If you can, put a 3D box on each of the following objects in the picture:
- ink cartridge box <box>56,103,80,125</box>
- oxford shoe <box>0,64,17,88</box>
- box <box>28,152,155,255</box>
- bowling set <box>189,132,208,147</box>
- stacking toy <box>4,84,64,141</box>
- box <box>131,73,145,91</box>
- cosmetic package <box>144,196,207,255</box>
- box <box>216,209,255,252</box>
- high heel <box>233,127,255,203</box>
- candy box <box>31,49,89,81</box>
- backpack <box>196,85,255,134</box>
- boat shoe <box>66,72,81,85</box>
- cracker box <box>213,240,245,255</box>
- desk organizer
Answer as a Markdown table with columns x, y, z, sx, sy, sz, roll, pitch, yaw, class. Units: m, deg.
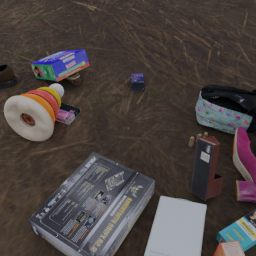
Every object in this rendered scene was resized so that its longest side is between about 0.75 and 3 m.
| x | y | z | sx | sy | sz | roll | pitch | yaw | class |
| --- | --- | --- | --- | --- | --- | --- | --- | --- | --- |
| -2.803 | -0.676 | 11.014 | 1.674 | 0.310 | 0.792 | 16 | 46 | 20 | ink cartridge box |
| -6.379 | -2.261 | 12.080 | 2.774 | 1.171 | 1.008 | -15 | 47 | -14 | oxford shoe |
| -0.874 | 2.117 | 7.664 | 2.217 | 0.677 | 2.800 | 22 | 47 | 23 | box |
| 2.564 | 0.488 | 9.624 | 0.830 | 0.446 | 0.578 | -24 | 48 | -23 | bowling set |
| -3.018 | -0.895 | 10.171 | 1.825 | 1.825 | 2.498 | 13 | 41 | 13 | stacking toy |
| 0.423 | -2.038 | 12.374 | 0.582 | 0.410 | 0.787 | -3 | 42 | -4 | box |
| 1.091 | 2.927 | 6.624 | 1.242 | 0.904 | 2.443 | 9 | 42 | 18 | cosmetic package |
| 3.113 | 2.697 | 7.293 | 1.538 | 0.378 | 0.633 | -21 | 47 | -21 | box |
| 3.943 | 1.056 | 8.579 | 1.289 | 0.905 | 2.687 | 1 | 47 | 15 | high heel |
| -3.031 | -2.814 | 12.455 | 1.768 | 0.806 | 2.091 | -35 | 30 | -31 | candy box |
| 3.631 | -0.690 | 10.172 | 2.280 | 1.443 | 1.903 | 16 | 33 | 17 | backpack |
| -2.484 | -2.203 | 12.505 | 0.540 | 0.541 | 1.462 | -31 | 28 | -13 | boat shoe |
| 2.325 | 3.452 | 5.919 | 0.487 | 1.130 | 1.687 | -6 | 43 | -6 | cracker box |
| 2.285 | 1.108 | 7.888 | 0.644 | 1.673 | 0.600 | -7 | 20 | -31 | desk organizer |
